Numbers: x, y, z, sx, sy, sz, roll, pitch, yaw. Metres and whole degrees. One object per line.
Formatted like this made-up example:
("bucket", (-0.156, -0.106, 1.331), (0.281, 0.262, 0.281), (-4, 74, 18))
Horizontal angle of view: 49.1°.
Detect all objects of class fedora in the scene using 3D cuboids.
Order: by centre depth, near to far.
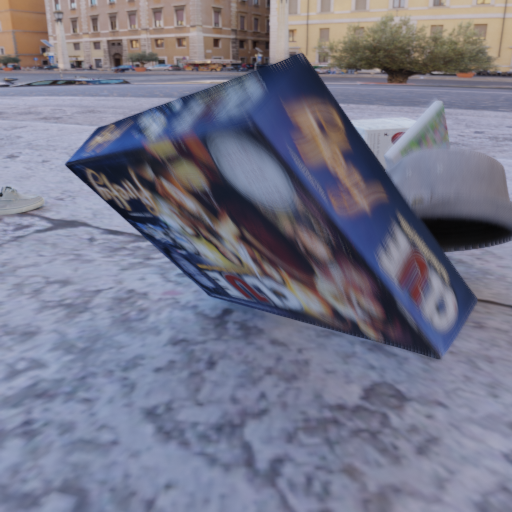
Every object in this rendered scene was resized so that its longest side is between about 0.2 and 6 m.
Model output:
("fedora", (2.516, -0.793, 8.013), (2.242, 1.144, 2.535), (15, -17, -41))

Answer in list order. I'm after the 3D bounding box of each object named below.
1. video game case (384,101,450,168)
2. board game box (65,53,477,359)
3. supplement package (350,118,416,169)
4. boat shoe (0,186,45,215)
("video game case", (2.830, -1.589, 9.577), (0.175, 1.448, 1.590), (21, 58, 43))
("board game box", (-0.182, -0.366, 5.885), (4.081, 2.765, 0.706), (7, 56, 56))
("supplement package", (2.821, -2.065, 12.553), (1.921, 1.837, 1.413), (-8, 23, -20))
("boat shoe", (-5.439, -1.229, 12.181), (1.580, 0.563, 0.551), (-13, 25, -29))
